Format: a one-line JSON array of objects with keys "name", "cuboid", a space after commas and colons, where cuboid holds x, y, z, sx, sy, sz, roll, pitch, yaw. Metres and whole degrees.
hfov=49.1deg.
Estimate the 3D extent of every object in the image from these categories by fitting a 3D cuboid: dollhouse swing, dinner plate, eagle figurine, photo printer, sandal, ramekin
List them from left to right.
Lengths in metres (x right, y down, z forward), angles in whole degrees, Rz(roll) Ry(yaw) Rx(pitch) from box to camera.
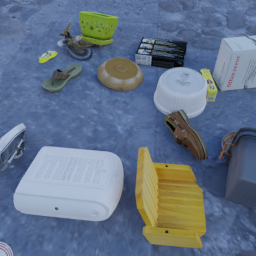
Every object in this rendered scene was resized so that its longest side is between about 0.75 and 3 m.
[{"name": "dinner plate", "cuboid": [-3.798, 3.778, 7.733, 1.245, 0.151, 1.245, 0, 48, 0]}, {"name": "sandal", "cuboid": [-3.147, -2.507, 13.167, 0.957, 0.688, 2.411, 25, 52, 21]}, {"name": "photo printer", "cuboid": [-1.639, 1.671, 8.821, 2.973, 1.032, 2.473, 4, 33, 4]}, {"name": "eagle figurine", "cuboid": [-2.649, -4.429, 14.694, 1.427, 1.881, 1.420, -50, 26, -3]}, {"name": "dollhouse swing", "cuboid": [1.311, 1.866, 8.195, 2.149, 2.079, 2.365, 4, 47, 4]}, {"name": "ramekin", "cuboid": [2.275, -1.586, 11.975, 2.278, 1.196, 2.278, 0, 47, 0]}]

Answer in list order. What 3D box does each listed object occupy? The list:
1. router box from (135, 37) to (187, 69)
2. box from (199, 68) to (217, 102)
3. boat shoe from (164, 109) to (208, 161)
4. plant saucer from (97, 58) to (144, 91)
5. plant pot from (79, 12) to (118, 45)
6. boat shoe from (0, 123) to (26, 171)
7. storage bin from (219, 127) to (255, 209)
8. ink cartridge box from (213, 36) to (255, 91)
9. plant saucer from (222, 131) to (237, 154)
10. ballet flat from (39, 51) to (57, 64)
[{"name": "router box", "cuboid": [1.748, -3.903, 14.495, 2.448, 0.625, 1.826, 11, 48, 10]}, {"name": "box", "cuboid": [3.606, -1.979, 12.735, 0.426, 0.640, 1.700, -3, 49, -1]}, {"name": "boat shoe", "cuboid": [2.114, 0.342, 10.500, 0.853, 0.903, 2.509, -17, 42, -6]}, {"name": "plant saucer", "cuboid": [-0.330, -2.689, 13.285, 2.241, 0.397, 2.241, 5, 51, -6]}, {"name": "plant pot", "cuboid": [-1.600, -5.328, 15.043, 1.639, 1.487, 1.631, 16, 25, 15]}, {"name": "boat shoe", "cuboid": [-4.121, 0.658, 9.959, 0.945, 0.893, 2.635, -35, 18, 9]}, {"name": "storage bin", "cuboid": [3.698, 1.318, 8.651, 1.743, 2.395, 1.609, 16, 59, 14]}, {"name": "ink cartridge box", "cuboid": [5.541, -2.939, 12.589, 2.913, 2.135, 1.210, -6, 47, -7]}, {"name": "plant saucer", "cuboid": [4.327, 0.822, 10.313, 1.779, 0.285, 1.779, 1, 44, -1]}, {"name": "ballet flat", "cuboid": [-4.148, -3.766, 14.527, 0.405, 0.406, 1.211, 27, 52, 23]}]
